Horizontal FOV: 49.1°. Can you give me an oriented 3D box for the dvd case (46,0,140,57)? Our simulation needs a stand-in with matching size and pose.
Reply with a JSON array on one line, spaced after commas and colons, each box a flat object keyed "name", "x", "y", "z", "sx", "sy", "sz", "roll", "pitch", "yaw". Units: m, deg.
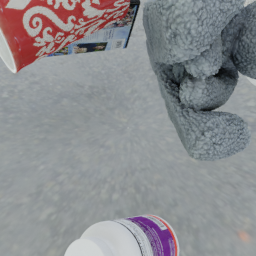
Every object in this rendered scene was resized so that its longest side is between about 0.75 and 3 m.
[{"name": "dvd case", "x": -1.237, "y": -2.412, "z": 6.890, "sx": 2.824, "sy": 2.015, "sz": 0.248, "roll": -9, "pitch": 77, "yaw": -12}]

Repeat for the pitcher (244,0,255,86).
[{"name": "pitcher", "x": 3.466, "y": -2.437, "z": 5.685, "sx": 2.519, "sy": 2.936, "sz": 1.780, "roll": -20, "pitch": 38, "yaw": -4}]

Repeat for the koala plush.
[{"name": "koala plush", "x": 1.749, "y": -1.265, "z": 4.226, "sx": 2.694, "sy": 2.389, "sz": 2.475, "roll": -17, "pitch": 30, "yaw": 2}]

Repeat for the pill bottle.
[{"name": "pill bottle", "x": -0.024, "y": 1.168, "z": 2.568, "sx": 0.654, "sy": 1.162, "sz": 0.654, "roll": -8, "pitch": 76, "yaw": 31}]

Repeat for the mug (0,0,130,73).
[{"name": "mug", "x": -1.191, "y": -1.911, "z": 4.300, "sx": 1.999, "sy": 1.333, "sz": 1.774, "roll": -31, "pitch": 36, "yaw": -21}]
